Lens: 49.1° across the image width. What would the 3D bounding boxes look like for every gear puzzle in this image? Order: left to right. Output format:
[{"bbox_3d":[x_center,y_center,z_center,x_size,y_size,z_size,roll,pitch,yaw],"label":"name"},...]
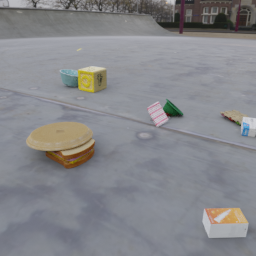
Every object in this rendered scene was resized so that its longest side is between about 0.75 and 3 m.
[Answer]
[{"bbox_3d":[5.030,-0.312,12.305,1.012,0.256,1.954,-9,28,-24],"label":"gear puzzle"}]

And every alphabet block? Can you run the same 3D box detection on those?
[{"bbox_3d":[-2.157,-2.984,17.080,1.276,1.283,1.306,14,27,31],"label":"alphabet block"}]

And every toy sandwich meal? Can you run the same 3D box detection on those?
[{"bbox_3d":[-2.250,0.518,9.718,2.490,0.853,2.490,-2,21,1],"label":"toy sandwich meal"}]

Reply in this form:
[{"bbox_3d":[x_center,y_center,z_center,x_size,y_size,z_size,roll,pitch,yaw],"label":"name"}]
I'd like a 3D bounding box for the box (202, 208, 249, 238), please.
[{"bbox_3d":[2.195,2.150,6.368,0.844,0.411,0.525,-1,24,-2],"label":"box"}]

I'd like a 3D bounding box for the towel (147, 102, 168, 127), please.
[{"bbox_3d":[1.283,-0.587,11.995,0.691,0.944,0.141,-32,5,-26],"label":"towel"}]

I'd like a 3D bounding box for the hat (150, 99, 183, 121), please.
[{"bbox_3d":[1.762,-0.637,13.128,1.292,1.137,1.070,36,16,-24],"label":"hat"}]

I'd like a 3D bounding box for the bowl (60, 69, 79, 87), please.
[{"bbox_3d":[-3.574,-3.137,17.820,1.571,0.821,1.571,10,22,-4],"label":"bowl"}]

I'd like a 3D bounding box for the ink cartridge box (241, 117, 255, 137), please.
[{"bbox_3d":[5.093,-0.010,11.131,1.048,0.442,0.765,9,38,16],"label":"ink cartridge box"}]
